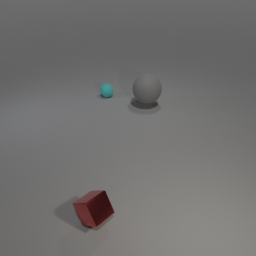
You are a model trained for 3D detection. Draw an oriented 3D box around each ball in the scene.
[{"bbox_3d":[0.915,-1.870,13.369,1.400,1.400,1.400,0,31,0],"label":"ball"},{"bbox_3d":[-1.104,-1.969,14.620,0.700,0.700,0.700,0,31,0],"label":"ball"}]

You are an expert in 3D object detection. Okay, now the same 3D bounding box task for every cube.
[{"bbox_3d":[-0.925,2.163,7.571,0.700,0.700,0.700,-16,9,47],"label":"cube"}]
